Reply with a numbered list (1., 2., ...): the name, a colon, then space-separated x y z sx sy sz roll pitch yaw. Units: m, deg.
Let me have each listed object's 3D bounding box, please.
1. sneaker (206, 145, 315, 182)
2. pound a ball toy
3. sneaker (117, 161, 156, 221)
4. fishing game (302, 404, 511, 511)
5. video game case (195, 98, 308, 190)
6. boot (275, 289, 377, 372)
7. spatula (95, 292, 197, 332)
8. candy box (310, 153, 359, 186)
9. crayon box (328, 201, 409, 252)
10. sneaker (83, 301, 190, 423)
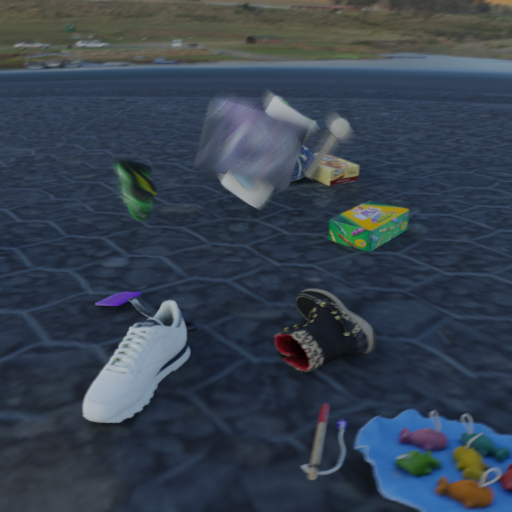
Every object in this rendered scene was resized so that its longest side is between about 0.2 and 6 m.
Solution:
1. sneaker: 0.199 -2.944 16.097 3.364 1.296 1.433 11 22 21
2. pound a ball toy: 0.623 -2.256 12.412 1.716 2.632 1.118 36 20 3
3. sneaker: -2.711 -1.487 12.325 0.757 0.826 1.940 6 33 -22
4. fishing game: 1.999 1.976 5.514 2.936 0.456 2.102 8 12 11
5. video game case: -0.114 -2.272 11.521 2.019 1.442 0.191 14 28 -8
6. boot: 0.774 1.034 7.955 1.179 0.573 1.565 -15 34 -32
7. spatula: -1.686 0.862 8.744 2.015 0.207 0.570 17 29 33
8. candy box: 2.002 -2.500 15.982 1.000 0.479 1.732 -12 27 -26
9. crayon box: 2.392 -0.655 11.806 0.992 0.486 1.669 19 30 36
10. sneaker: -1.524 1.303 7.056 0.748 0.788 1.957 10 27 18
